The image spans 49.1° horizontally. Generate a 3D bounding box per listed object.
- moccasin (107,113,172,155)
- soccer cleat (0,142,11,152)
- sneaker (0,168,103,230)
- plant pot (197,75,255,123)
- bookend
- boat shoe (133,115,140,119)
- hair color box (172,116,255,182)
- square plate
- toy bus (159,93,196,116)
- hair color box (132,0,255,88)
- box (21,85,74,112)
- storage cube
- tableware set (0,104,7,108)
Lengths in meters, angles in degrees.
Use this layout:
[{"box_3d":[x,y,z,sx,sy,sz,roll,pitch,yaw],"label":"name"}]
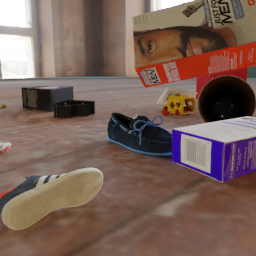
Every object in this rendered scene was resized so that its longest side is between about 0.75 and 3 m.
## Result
[{"box_3d":[0.256,0.087,7.092,2.468,0.842,0.993,12,17,41],"label":"moccasin"},{"box_3d":[-3.142,0.421,6.752,0.280,0.348,0.817,6,14,22],"label":"soccer cleat"},{"box_3d":[-1.128,0.885,4.153,1.593,0.597,0.673,-12,22,-41],"label":"sneaker"},{"box_3d":[3.285,-0.755,9.506,1.726,1.726,1.847,4,0,17],"label":"plant pot"},{"box_3d":[-2.176,-0.775,11.473,1.255,0.582,1.263,4,14,16],"label":"bookend"},{"box_3d":[0.383,-0.321,10.100,0.319,0.304,0.887,-5,14,-19],"label":"boat shoe"},{"box_3d":[2.365,0.339,6.072,2.571,0.833,1.405,-10,15,-30],"label":"hair color box"},{"box_3d":[2.186,-1.325,12.782,1.475,0.210,1.461,10,-25,-11],"label":"square plate"},{"box_3d":[2.123,-1.061,12.101,1.661,0.858,1.567,3,13,12],"label":"toy bus"},{"box_3d":[1.619,-2.083,6.492,2.913,1.615,0.931,-10,-26,17],"label":"hair color box"},{"box_3d":[-3.799,-1.477,13.463,1.743,1.083,1.757,7,15,23],"label":"box"},{"box_3d":[5.296,-2.626,16.126,2.366,2.127,2.022,-4,14,-14],"label":"storage cube"},{"box_3d":[-6.464,-1.040,13.655,1.067,0.164,0.719,-4,16,-21],"label":"tableware set"}]
